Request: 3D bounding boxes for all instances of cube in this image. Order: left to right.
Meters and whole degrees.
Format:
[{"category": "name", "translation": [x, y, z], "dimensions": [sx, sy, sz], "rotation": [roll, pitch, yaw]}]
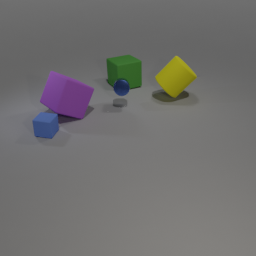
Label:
[{"category": "cube", "translation": [-3.088, -0.107, 10.564], "dimensions": [0.700, 0.700, 0.700], "rotation": [8, 31, 8]}, {"category": "cube", "translation": [-2.530, -1.355, 11.606], "dimensions": [1.400, 1.400, 1.400], "rotation": [30, 10, 41]}, {"category": "cube", "translation": [-0.202, -2.952, 14.852], "dimensions": [1.400, 1.400, 1.400], "rotation": [-16, 33, -22]}]

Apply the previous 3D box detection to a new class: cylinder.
[{"category": "cylinder", "translation": [-0.276, -1.814, 12.325], "dimensions": [0.700, 0.700, 0.700], "rotation": [-1, 18, -1]}, {"category": "cylinder", "translation": [2.240, -2.390, 13.125], "dimensions": [1.400, 1.400, 1.400], "rotation": [38, 23, -19]}]
